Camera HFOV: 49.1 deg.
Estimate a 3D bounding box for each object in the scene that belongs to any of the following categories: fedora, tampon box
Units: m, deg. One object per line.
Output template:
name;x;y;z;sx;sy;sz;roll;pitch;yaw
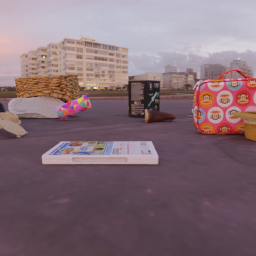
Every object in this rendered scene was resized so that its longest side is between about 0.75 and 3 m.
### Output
fedora;3.637;-0.026;7.229;1.800;0.734;1.800;2;7;0
tampon box;0.849;-1.537;14.628;1.188;1.883;1.411;5;8;32

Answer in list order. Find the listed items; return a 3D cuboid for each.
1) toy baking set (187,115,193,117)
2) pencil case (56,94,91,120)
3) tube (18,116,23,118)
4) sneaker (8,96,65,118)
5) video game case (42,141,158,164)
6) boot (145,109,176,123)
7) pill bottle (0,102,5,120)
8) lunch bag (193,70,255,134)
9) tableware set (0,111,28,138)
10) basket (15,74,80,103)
toy baking set;3.563;-0.674;14.938;0.896;0.104;0.688;-1;7;-5
pencil case;-2.402;-0.937;12.523;1.580;0.698;0.698;-24;7;2
tube;-5.183;-0.646;14.329;0.968;0.251;0.281;-3;52;-39
sneaker;-4.324;-0.935;13.771;2.802;1.070;1.128;5;-16;-10
video game case;-0.483;0.466;5.544;2.019;0.182;1.446;0;8;0
boot;1.382;-0.534;11.953;1.291;0.561;1.552;-1;4;8
pill bottle;-5.670;-0.615;10.496;1.963;1.098;1.098;3;8;20
lunch bag;3.096;-0.788;8.493;2.181;1.921;0.894;1;7;4
tableware set;-3.899;-0.361;8.156;2.068;0.240;1.727;29;9;-25
basket;-4.087;-1.592;14.286;2.934;2.185;2.094;0;12;12
